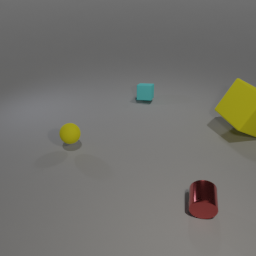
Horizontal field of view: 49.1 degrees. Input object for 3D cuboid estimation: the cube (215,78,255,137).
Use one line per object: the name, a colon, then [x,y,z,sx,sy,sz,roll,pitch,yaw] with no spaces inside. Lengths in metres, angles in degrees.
cube: [4.329,-0.700,10.056,1.400,1.400,1.400,15,27,-35]

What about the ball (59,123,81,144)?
ball: [-1.939,0.183,9.369,0.700,0.700,0.700,0,29,0]

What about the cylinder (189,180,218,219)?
cylinder: [1.899,1.798,7.068,0.700,0.700,0.700,6,39,10]

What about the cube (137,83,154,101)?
cube: [0.821,-1.703,13.154,0.700,0.700,0.700,4,17,14]
